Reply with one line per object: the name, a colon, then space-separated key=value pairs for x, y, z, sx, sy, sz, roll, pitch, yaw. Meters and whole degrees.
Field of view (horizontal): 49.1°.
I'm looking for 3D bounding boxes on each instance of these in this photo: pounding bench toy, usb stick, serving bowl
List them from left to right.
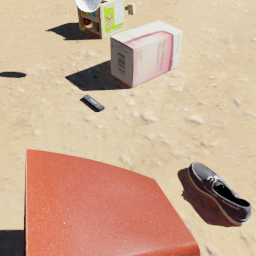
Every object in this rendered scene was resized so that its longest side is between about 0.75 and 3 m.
serving bowl: x=-1.311 y=-4.229 z=9.222 sx=0.836 sy=0.836 sz=0.275 roll=-6 pitch=12 yaw=-6
usb stick: x=-1.143 y=-0.846 z=9.283 sx=0.272 sy=0.160 sz=0.979 roll=-30 pitch=50 yaw=-30
pounding bench toy: x=-1.058 y=-5.715 z=13.753 sx=1.895 sy=1.509 sz=2.430 roll=32 pitch=51 yaw=32

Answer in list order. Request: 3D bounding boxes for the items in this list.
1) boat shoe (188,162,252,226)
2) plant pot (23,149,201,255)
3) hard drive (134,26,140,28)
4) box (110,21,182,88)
boat shoe: x=2.113 y=1.339 z=6.494 sx=0.678 sy=0.586 sz=1.867 roll=-20 pitch=45 yaw=-21
plant pot: x=-0.425 y=1.967 z=4.280 sx=2.223 sy=2.521 sz=2.523 roll=1 pitch=25 yaw=-20
hard drive: x=1.022 y=-4.602 z=13.495 sx=0.938 sy=0.180 sz=1.422 roll=-17 pitch=44 yaw=-18
box: x=0.670 y=-2.789 z=10.422 sx=2.426 sy=1.551 sz=1.322 roll=-28 pitch=49 yaw=-28
